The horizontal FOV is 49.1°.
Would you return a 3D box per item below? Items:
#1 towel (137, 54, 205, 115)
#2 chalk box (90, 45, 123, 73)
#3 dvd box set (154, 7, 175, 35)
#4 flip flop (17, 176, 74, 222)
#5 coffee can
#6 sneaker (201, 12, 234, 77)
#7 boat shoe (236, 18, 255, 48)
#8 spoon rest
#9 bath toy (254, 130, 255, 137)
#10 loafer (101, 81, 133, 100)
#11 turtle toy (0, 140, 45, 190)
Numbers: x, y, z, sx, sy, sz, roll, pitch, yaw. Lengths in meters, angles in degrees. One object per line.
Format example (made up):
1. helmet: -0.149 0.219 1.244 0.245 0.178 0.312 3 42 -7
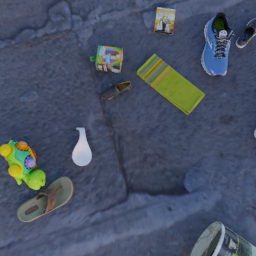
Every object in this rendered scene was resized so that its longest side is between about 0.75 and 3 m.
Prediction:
1. towel: 1.721 -1.798 11.301 2.714 0.245 1.168 40 82 7
2. chalk box: -0.874 -2.760 11.215 1.257 0.785 0.779 8 79 1
3. dvd box set: 1.563 -4.547 11.888 0.810 0.163 1.107 8 79 1
4. flip flop: -3.004 2.624 10.191 2.321 0.668 0.941 -31 80 -6
5. coffee can: 3.614 4.683 9.109 2.702 1.978 1.978 34 81 7
6. sneaker: 3.543 -3.330 11.126 1.049 1.191 2.672 0 79 0
7. boat shoe: 5.044 -4.023 11.604 0.543 0.514 1.553 41 82 8
8. spoon rest: -1.768 0.685 10.649 0.745 0.454 1.499 0 76 -23
9. bath toy: 5.732 0.848 10.448 1.043 0.886 2.399 -28 79 -6
10. loafer: -0.464 -1.540 11.114 1.380 0.499 0.502 -27 81 -4
11. turtle toy: -3.762 1.325 10.128 1.041 1.501 2.059 -25 83 -20
